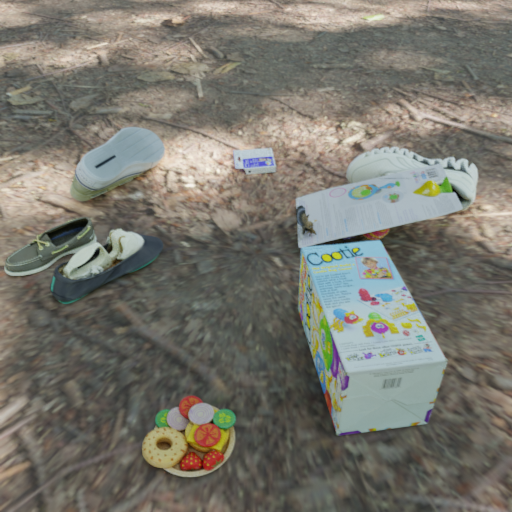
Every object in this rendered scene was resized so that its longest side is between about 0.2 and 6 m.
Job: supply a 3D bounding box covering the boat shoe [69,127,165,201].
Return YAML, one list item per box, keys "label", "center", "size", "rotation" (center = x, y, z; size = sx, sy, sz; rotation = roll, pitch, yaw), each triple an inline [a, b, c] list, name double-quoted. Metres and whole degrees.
- label: "boat shoe"
  center: [-3.030, -2.035, 12.152]
  size: [1.025, 0.883, 2.847]
  rotation: [51, 34, -4]

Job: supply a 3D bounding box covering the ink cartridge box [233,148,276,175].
- label: "ink cartridge box"
  center: [-0.052, -2.192, 12.955]
  size: [0.933, 0.202, 0.924]
  rotation: [-3, 38, -3]

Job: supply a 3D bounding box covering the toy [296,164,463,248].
- label: "toy"
  center: [2.233, -0.786, 10.526]
  size: [2.876, 0.679, 1.656]
  rotation: [-16, 35, 14]

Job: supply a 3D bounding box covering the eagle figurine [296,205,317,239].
- label: "eagle figurine"
  center: [0.906, -0.599, 10.199]
  size: [0.413, 0.415, 0.547]
  rotation: [-4, 42, -34]

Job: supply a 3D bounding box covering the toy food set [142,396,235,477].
- label: "toy food set"
  center: [-0.817, 2.286, 7.136]
  size: [1.106, 0.269, 1.095]
  rotation: [10, 39, 14]

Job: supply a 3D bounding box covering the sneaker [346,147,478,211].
- label: "sneaker"
  center: [3.205, -1.536, 11.573]
  size: [2.688, 1.010, 1.089]
  rotation: [7, 47, 10]

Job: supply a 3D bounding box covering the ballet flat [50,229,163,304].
- label: "ballet flat"
  center: [-2.523, 0.023, 9.652]
  size: [0.816, 0.816, 2.235]
  rotation: [31, 47, 33]

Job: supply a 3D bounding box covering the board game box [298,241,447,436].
- label: "board game box"
  center: [1.467, 1.049, 7.900]
  size: [1.296, 1.273, 2.472]
  rotation: [-5, 38, -6]

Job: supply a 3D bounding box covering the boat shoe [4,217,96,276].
- label: "boat shoe"
  center: [-3.717, -0.201, 10.092]
  size: [1.720, 0.514, 0.615]
  rotation: [-28, 54, -31]
